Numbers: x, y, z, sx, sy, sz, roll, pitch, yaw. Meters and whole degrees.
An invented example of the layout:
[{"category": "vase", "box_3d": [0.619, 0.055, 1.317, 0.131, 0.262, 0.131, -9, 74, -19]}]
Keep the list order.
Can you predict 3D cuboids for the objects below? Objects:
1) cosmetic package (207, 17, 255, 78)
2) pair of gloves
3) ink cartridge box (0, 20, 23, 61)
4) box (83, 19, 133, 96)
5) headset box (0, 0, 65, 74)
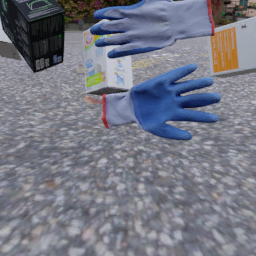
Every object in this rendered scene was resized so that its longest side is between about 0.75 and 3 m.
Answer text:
[{"category": "cosmetic package", "box_3d": [3.375, -2.097, 7.067, 2.531, 1.284, 0.902, -4, 3, 41]}, {"category": "pair of gloves", "box_3d": [0.379, -1.044, 4.522, 2.087, 2.596, 0.296, -2, 13, 22]}, {"category": "ink cartridge box", "box_3d": [-3.756, -3.295, 9.160, 0.771, 1.762, 1.281, 7, -11, -9]}, {"category": "box", "box_3d": [-0.480, -1.583, 6.560, 0.775, 1.529, 0.860, 1, -6, -43]}, {"category": "headset box", "box_3d": [-2.397, -2.614, 6.748, 0.869, 1.631, 1.873, -30, 70, -27]}]
